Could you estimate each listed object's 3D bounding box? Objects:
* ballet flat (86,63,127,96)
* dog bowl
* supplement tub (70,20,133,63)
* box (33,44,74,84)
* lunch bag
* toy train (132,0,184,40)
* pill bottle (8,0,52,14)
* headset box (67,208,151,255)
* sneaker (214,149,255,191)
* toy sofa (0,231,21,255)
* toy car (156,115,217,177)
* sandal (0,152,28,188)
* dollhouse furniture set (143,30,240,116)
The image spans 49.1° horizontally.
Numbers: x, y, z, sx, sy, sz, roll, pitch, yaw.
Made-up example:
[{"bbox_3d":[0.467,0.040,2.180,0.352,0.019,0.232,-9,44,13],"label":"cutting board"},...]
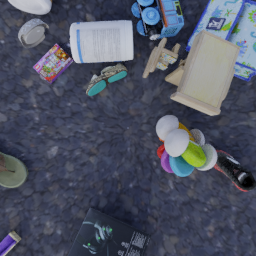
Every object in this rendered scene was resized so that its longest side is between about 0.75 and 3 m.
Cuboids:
[{"bbox_3d":[-0.875,-1.832,10.316,1.747,0.593,0.658,-32,64,-7],"label":"ballet flat"},{"bbox_3d":[-3.408,-3.413,10.047,1.170,1.170,0.343,-43,89,-2],"label":"dog bowl"},{"bbox_3d":[-0.897,-3.047,9.922,2.111,1.393,1.393,-2,86,-1],"label":"supplement tub"},{"bbox_3d":[-2.778,-2.388,10.442,0.858,0.245,1.254,43,87,3],"label":"box"},{"bbox_3d":[3.664,-3.250,9.869,2.612,1.665,2.221,27,91,13],"label":"lunch bag"},{"bbox_3d":[0.961,-4.515,10.055,1.549,1.175,2.711,-13,84,-13],"label":"toy train"},{"bbox_3d":[-3.328,-5.651,10.010,1.515,1.515,2.650,8,87,1],"label":"pill bottle"},{"bbox_3d":[-0.788,4.084,9.296,2.438,1.131,2.123,23,68,1],"label":"headset box"},{"bbox_3d":[3.711,1.474,9.844,2.009,0.982,0.710,43,90,4],"label":"sneaker"},{"bbox_3d":[-4.367,4.212,9.897,0.444,0.523,1.072,44,88,3],"label":"toy sofa"},{"bbox_3d":[1.712,0.737,9.399,1.887,2.156,1.617,27,112,-27],"label":"toy car"},{"bbox_3d":[-4.844,1.221,9.946,2.751,0.785,1.092,33,87,2],"label":"sandal"},{"bbox_3d":[1.945,-1.467,8.933,2.599,2.966,1.970,22,85,-8],"label":"dollhouse furniture set"}]
